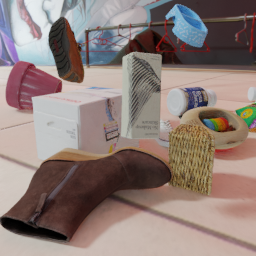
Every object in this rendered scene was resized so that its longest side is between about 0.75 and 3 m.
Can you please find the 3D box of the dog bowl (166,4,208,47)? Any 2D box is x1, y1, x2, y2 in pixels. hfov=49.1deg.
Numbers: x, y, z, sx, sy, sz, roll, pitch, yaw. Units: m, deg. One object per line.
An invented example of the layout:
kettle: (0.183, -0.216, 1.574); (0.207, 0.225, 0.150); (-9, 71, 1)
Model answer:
dog bowl: (2.178, -3.807, 10.252); (1.250, 0.556, 2.242); (13, 42, -22)

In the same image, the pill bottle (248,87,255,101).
pill bottle: (7.031, -1.757, 14.396); (1.482, 0.858, 0.858); (-1, 16, -1)

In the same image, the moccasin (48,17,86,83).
moccasin: (-1.980, -2.648, 9.409); (0.959, 2.622, 1.012); (-35, -29, 21)

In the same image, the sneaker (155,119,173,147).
sneaker: (1.095, 0.092, 8.374); (0.665, 0.644, 1.820); (-7, 18, -23)

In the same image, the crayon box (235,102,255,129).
crayon box: (5.144, -0.747, 9.878); (2.718, 0.792, 1.614); (-17, -4, -46)

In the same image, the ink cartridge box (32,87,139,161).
ink cartridge box: (-0.995, -0.087, 7.189); (1.663, 1.634, 2.259); (12, 20, 36)

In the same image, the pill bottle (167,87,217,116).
pill bottle: (2.760, -1.168, 11.890); (2.032, 1.129, 1.129); (-9, 18, -29)

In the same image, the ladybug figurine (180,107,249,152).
ladybug figurine: (2.291, 0.088, 7.695); (2.195, 0.790, 1.490); (-4, 44, -26)

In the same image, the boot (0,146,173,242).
boot: (-0.563, 1.160, 4.853); (2.519, 0.911, 2.095); (5, 29, 13)

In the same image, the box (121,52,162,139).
box: (0.206, -0.491, 4.451); (0.541, 1.317, 0.450); (-2, 3, -22)

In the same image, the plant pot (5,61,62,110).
plant pot: (-4.090, -1.744, 12.578); (1.940, 2.167, 2.167); (15, 16, -2)

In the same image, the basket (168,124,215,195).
basket: (1.382, 0.582, 5.638); (0.918, 1.232, 0.879); (7, 18, 31)

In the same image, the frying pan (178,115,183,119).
frying pan: (2.314, -0.466, 11.240); (0.526, 0.142, 0.870); (7, 16, 20)
